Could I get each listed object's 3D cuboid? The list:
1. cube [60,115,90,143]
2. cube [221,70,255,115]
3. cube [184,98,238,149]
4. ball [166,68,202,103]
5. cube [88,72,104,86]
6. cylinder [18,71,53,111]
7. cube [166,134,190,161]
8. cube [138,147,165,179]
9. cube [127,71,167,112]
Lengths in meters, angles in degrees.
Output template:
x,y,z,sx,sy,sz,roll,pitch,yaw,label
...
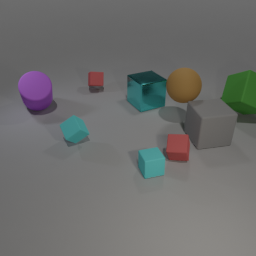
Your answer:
x,y,z,sx,sy,sz,roll,pitch,yaw,label
-2.013,0.058,10.575,0.700,0.700,0.700,-34,66,10,cube
5.075,-1.473,11.975,1.400,1.400,1.400,19,-6,-18,cube
3.140,-0.187,10.846,1.400,1.400,1.400,-6,32,-10,cube
2.229,-1.695,11.185,1.400,1.400,1.400,0,32,0,ball
-1.696,-2.571,14.726,0.700,0.700,0.700,-1,6,-17,cube
-4.151,-1.650,12.697,1.400,1.400,1.400,4,75,-13,cylinder
1.753,0.679,9.746,0.700,0.700,0.700,1,61,19,cube
0.776,1.151,9.312,0.700,0.700,0.700,-9,29,-14,cube
0.880,-1.794,13.465,1.400,1.400,1.400,-15,35,-23,cube
